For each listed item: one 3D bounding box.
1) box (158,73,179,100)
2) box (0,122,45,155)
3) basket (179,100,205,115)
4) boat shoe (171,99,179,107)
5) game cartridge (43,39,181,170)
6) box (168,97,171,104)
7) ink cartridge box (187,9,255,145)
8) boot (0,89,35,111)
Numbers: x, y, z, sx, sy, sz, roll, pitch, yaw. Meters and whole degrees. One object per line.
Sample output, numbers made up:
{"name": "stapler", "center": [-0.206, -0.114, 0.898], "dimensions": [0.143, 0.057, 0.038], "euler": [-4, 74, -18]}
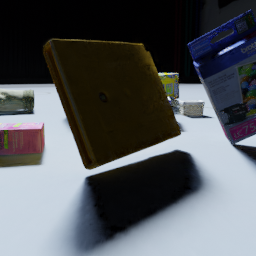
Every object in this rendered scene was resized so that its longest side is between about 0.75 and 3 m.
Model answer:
{"name": "box", "center": [1.070, -1.965, 13.458], "dimensions": [1.946, 1.232, 2.020], "euler": [-12, 16, -29]}
{"name": "box", "center": [-2.254, 0.194, 5.690], "dimensions": [1.042, 0.504, 0.917], "euler": [-2, 9, -12]}
{"name": "basket", "center": [2.444, -0.781, 10.785], "dimensions": [0.876, 0.540, 0.594], "euler": [-2, 11, -6]}
{"name": "boat shoe", "center": [2.087, -1.213, 13.488], "dimensions": [1.018, 0.381, 0.315], "euler": [0, 13, 15]}
{"name": "game cartridge", "center": [-0.133, -0.573, 5.200], "dimensions": [0.394, 2.141, 2.429], "euler": [-25, -7, 42]}
{"name": "box", "center": [0.693, -0.613, 9.215], "dimensions": [1.381, 0.788, 1.502], "euler": [2, 10, 6]}
{"name": "ink cartridge box", "center": [2.323, -0.936, 5.710], "dimensions": [1.429, 2.394, 0.502], "euler": [-26, 21, 12]}
{"name": "boot", "center": [-5.245, -1.305, 12.294], "dimensions": [2.175, 1.014, 2.813], "euler": [-6, 18, -23]}
